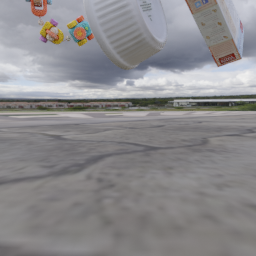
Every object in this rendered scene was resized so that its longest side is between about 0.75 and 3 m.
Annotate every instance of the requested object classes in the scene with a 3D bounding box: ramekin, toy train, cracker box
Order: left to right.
[{"bbox_3d":[-2.177,-3.635,9.271,2.411,1.811,0.671,5,23,-15],"label":"toy train"},{"bbox_3d":[0.091,-3.003,7.477,1.241,2.665,2.665,-14,-3,29],"label":"ramekin"},{"bbox_3d":[1.988,-2.721,6.444,0.629,2.182,1.462,-16,35,36],"label":"cracker box"}]
